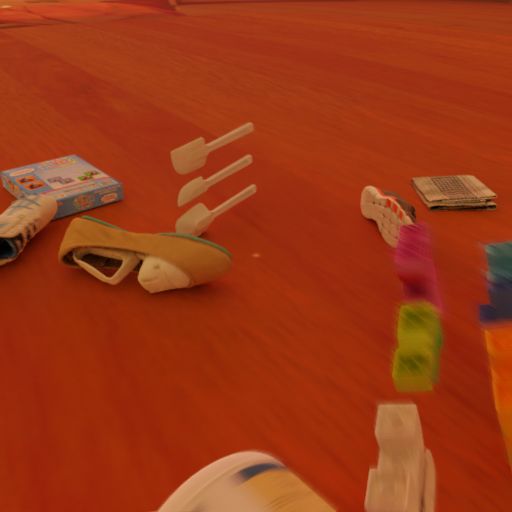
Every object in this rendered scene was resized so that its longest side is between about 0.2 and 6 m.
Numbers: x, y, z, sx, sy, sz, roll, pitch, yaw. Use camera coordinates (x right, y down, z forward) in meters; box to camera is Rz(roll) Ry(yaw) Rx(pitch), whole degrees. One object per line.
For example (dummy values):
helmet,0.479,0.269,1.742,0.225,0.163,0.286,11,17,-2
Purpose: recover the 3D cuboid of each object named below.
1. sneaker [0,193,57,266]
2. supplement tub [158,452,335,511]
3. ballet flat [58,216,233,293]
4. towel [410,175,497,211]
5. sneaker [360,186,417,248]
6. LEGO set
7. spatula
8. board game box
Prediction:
sneaker,-3.864,-0.328,8.900,0.789,0.783,2.178,24,36,11
supplement tub,0.278,2.397,3.503,1.464,1.464,2.024,-25,38,-35
ballet flat,-1.682,0.115,8.193,2.792,0.958,0.880,11,59,24
towel,3.835,-1.265,10.911,1.350,0.242,1.402,-1,31,-2
sneaker,2.474,-0.729,9.589,0.773,0.728,1.888,-1,31,-15
LEGO set,2.160,1.240,5.557,1.438,1.548,3.771,-8,32,25
spatula,-0.669,-1.322,9.625,0.192,1.660,2.388,10,30,28
board game box,-3.825,-1.388,10.964,1.603,0.388,2.119,-23,38,-33
